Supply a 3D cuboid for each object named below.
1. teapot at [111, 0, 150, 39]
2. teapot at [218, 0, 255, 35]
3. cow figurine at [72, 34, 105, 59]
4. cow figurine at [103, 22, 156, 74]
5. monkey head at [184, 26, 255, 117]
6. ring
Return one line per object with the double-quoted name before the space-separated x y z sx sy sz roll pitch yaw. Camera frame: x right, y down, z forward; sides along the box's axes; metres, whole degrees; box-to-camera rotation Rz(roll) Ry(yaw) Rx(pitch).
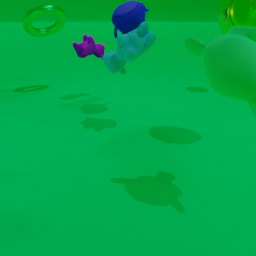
"teapot" 0.084 -2.765 7.080 0.882 0.695 1.418 20 63 40
"teapot" 2.269 -2.161 5.011 1.226 1.971 0.965 13 15 16
"cow figurine" -1.211 -2.484 8.976 1.002 0.986 0.550 -43 49 -20
"cow figurine" 0.024 -1.765 6.385 1.240 0.681 1.220 -33 0 -5
"monkey head" 1.326 -0.703 3.476 0.815 0.973 1.353 -39 77 -9
"ring" -2.804 -3.592 9.456 1.476 0.295 1.476 -22 -11 -5
